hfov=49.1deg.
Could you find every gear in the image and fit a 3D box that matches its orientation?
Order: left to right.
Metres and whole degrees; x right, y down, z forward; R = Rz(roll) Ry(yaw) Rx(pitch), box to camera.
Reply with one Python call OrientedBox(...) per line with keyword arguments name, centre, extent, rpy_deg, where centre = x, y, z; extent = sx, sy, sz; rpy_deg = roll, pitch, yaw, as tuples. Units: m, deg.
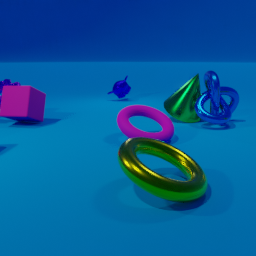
OrientedBox(name="gear", centre=(-4.451, -1.104, 9.453), extent=(1.755, 0.325, 1.755), rpy_deg=(-16, -12, -4))

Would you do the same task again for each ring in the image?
OrientedBox(name="ring", centre=(0.461, -0.104, 7.245), extent=(1.521, 0.304, 1.521), rpy_deg=(11, 36, -8))
OrientedBox(name="ring", centre=(0.562, 0.626, 4.566), extent=(1.549, 0.310, 1.549), rpy_deg=(19, 22, -8))

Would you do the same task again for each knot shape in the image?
OrientedBox(name="knot shape", centre=(2.878, -0.823, 8.842), extent=(1.666, 1.780, 0.823), rpy_deg=(21, -24, -38))

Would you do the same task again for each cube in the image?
OrientedBox(name="cube", centre=(-3.298, -0.743, 8.862), extent=(0.959, 0.959, 0.959), rpy_deg=(2, -8, 13))

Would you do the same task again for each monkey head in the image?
OrientedBox(name="monkey head", centre=(-0.352, -1.943, 13.591), extent=(1.314, 0.792, 0.946), rpy_deg=(-41, 19, 10))

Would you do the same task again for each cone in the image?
OrientedBox(name="cone", centre=(2.044, -1.167, 9.155), extent=(1.421, 1.427, 1.421), rpy_deg=(9, 40, -8))
